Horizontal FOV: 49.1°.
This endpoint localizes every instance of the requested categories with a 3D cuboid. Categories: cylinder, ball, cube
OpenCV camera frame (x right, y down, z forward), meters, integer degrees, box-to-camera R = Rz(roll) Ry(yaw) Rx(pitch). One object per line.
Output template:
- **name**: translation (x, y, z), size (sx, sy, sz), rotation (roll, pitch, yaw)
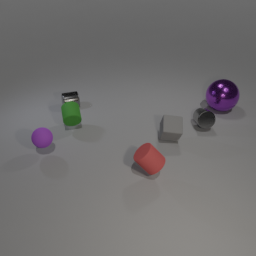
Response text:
- **cylinder**: translation (2.976, -0.394, 10.976), size (0.700, 0.700, 0.700), rotation (-2, 16, -3)
- **cylinder**: translation (-2.573, -1.257, 12.540), size (0.700, 0.700, 0.700), rotation (-12, 34, -18)
- **cylinder**: translation (0.641, 0.917, 8.370), size (0.700, 0.700, 0.700), rotation (-38, 23, 19)
- **ball**: translation (4.082, -1.410, 12.125), size (1.400, 1.400, 1.400), rotation (0, 32, 0)
- **cube**: translation (1.551, 0.012, 10.131), size (0.700, 0.700, 0.700), rotation (7, 63, -3)
- **cylinder**: translation (-2.187, -0.545, 10.798), size (0.700, 0.700, 0.700), rotation (-8, 57, -13)
- **ball**: translation (-2.884, 0.326, 9.416), size (0.700, 0.700, 0.700), rotation (0, 32, 0)
